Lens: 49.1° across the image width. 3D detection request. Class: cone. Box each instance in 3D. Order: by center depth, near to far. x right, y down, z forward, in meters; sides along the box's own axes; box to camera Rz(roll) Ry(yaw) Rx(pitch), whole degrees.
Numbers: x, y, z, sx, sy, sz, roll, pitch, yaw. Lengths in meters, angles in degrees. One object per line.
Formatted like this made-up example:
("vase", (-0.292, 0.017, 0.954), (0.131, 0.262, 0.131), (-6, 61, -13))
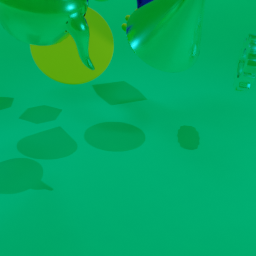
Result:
("cone", (0.994, -2.156, 5.084), (1.653, 1.659, 1.653), (7, 67, -16))
("cone", (-1.157, -1.569, 6.119), (1.579, 1.579, 1.585), (-4, -3, -8))

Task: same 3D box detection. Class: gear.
("gear", (2.619, -1.412, 6.182), (0.229, 1.240, 1.240), (11, 32, 9))

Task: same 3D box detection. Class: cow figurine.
("cow figurine", (0.623, -3.115, 8.782), (1.335, 0.745, 1.357), (27, -9, -27))

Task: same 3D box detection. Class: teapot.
("teapot", (-1.132, -1.573, 3.675), (2.013, 0.985, 1.251), (40, 52, 6))

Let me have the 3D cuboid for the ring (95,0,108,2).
("ring", (-0.801, -4.612, 9.130), (1.129, 1.129, 0.226), (-11, 68, -18))

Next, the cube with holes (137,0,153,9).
("cube with holes", (1.124, -4.150, 7.805), (1.387, 1.387, 1.387), (-6, 2, -23))
